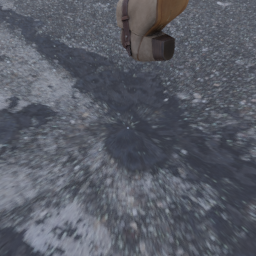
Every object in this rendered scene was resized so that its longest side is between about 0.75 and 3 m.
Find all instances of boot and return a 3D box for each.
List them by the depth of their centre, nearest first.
[{"bbox_3d":[0.427,-2.876,6.744,0.937,2.667,1.950,-15,36,-33],"label":"boot"}]
